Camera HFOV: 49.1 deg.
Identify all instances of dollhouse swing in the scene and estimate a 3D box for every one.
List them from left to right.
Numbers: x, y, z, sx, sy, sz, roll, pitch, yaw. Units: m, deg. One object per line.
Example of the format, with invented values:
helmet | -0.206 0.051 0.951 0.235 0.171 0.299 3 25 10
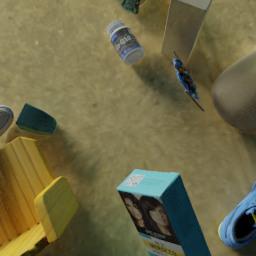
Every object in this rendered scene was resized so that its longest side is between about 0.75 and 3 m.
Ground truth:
dollhouse swing | -3.036 1.777 6.579 2.730 2.481 2.400 -31 93 6

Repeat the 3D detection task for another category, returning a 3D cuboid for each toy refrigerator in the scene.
toy refrigerator | 1.665 -3.005 8.137 0.957 2.522 0.882 24 74 8

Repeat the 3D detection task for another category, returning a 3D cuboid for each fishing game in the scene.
fishing game | 1.719 -1.446 7.996 0.306 1.407 1.965 -30 37 25

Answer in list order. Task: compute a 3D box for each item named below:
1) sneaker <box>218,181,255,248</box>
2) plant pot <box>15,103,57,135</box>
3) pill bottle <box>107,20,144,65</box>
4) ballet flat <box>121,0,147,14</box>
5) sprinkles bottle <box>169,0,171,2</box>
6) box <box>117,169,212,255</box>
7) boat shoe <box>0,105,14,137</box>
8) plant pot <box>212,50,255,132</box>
sneaker | 3.508 2.068 7.352 2.731 1.071 0.900 -42 75 -13
plant pot | -2.643 -0.173 8.256 0.960 0.678 0.678 21 74 -1
pill bottle | -0.109 -2.754 8.985 0.753 0.753 1.323 -28 75 -8
ballet flat | 0.491 -4.868 9.747 0.828 0.828 2.231 24 76 7
sprinkles bottle | 1.772 -4.302 9.529 0.635 0.635 1.860 -23 74 -7
box | 0.932 2.338 6.130 0.732 1.225 2.978 -40 115 -38
boat shoe | -4.227 0.190 7.613 2.603 0.855 0.937 -35 110 -33
plant pot | 3.793 -1.299 7.628 2.218 2.368 2.218 1 72 -4
